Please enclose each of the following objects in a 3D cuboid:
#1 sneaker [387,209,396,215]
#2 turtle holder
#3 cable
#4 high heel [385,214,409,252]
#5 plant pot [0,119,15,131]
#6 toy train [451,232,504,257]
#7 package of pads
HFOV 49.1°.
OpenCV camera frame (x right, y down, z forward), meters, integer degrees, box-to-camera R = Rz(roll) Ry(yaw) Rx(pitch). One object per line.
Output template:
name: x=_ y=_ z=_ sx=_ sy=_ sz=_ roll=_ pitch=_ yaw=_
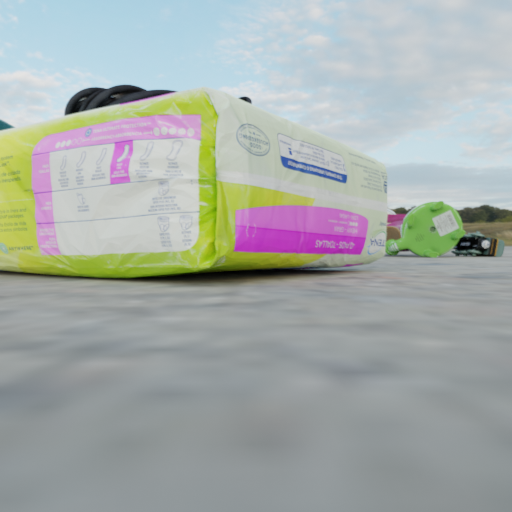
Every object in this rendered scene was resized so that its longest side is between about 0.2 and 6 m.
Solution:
sneaker: x=1.950 y=-0.550 z=13.485 sx=3.089 sy=1.128 sz=1.094 roll=-9 pitch=6 yaw=0
turtle holder: x=2.451 y=-0.296 z=8.133 sx=0.795 sy=1.046 sz=0.743 roll=35 pitch=5 yaw=3
cable: x=-0.610 y=-0.931 z=3.610 sx=1.222 sy=0.310 sz=0.997 roll=0 pitch=0 yaw=28
high heel: x=1.938 y=-0.453 z=9.677 sx=1.120 sy=0.786 sz=2.335 roll=-8 pitch=5 yaw=-37
plant pot: x=-4.132 y=-0.959 z=8.315 sx=1.779 sy=1.672 sz=1.779 roll=38 pitch=18 yaw=-14
toy train: x=3.355 y=-0.139 z=8.538 sx=0.500 sy=0.374 sz=0.878 roll=12 pitch=-3 yaw=-10
package of pads: x=-0.703 y=-0.323 z=3.824 sx=2.624 sy=0.895 sz=2.027 roll=0 pitch=-1 yaw=34
